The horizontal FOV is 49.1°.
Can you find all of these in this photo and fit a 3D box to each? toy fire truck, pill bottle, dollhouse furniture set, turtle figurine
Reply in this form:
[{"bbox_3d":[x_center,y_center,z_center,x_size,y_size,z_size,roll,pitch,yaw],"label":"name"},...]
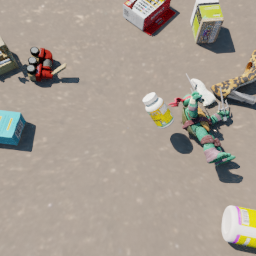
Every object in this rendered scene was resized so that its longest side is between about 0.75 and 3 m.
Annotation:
[{"bbox_3d":[-2.945,-2.346,10.337,1.381,0.889,1.216,7,67,-9],"label":"toy fire truck"},{"bbox_3d":[3.813,2.922,8.030,1.988,1.036,1.036,11,68,4],"label":"pill bottle"},{"bbox_3d":[-4.808,-2.722,10.137,0.962,1.365,0.956,-29,71,-11],"label":"dollhouse furniture set"},{"bbox_3d":[0.903,-0.538,8.476,0.594,0.594,1.054,-45,117,-16],"label":"pill bottle"},{"bbox_3d":[2.500,-0.263,9.169,2.175,1.463,2.905,3,62,-44],"label":"turtle figurine"}]

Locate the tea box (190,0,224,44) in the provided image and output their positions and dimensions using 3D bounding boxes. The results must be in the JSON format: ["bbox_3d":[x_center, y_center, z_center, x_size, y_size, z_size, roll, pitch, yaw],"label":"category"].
[{"bbox_3d":[3.003,-4.125,10.780,0.817,1.223,1.204,-4,68,-2],"label":"tea box"}]

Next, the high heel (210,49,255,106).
[{"bbox_3d":[3.951,-2.041,10.148,1.618,0.810,2.269,16,76,2],"label":"high heel"}]

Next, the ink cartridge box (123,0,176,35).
[{"bbox_3d":[0.922,-4.846,11.343,1.524,0.728,1.736,40,73,14],"label":"ink cartridge box"}]

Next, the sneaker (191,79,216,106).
[{"bbox_3d":[2.603,-1.293,10.080,0.473,0.415,1.180,-36,73,-10],"label":"sneaker"}]

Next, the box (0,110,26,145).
[{"bbox_3d":[-4.828,-0.109,9.435,2.422,0.595,0.997,6,61,2],"label":"box"}]
